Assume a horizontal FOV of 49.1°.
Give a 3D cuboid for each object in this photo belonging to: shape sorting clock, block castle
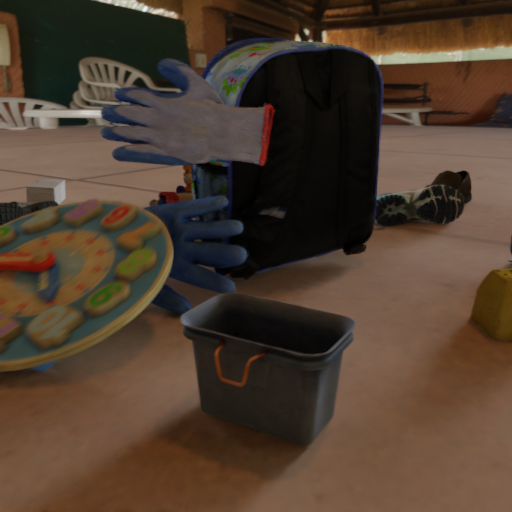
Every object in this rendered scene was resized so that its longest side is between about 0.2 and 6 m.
[{"bbox_3d":[-2.737,0.179,7.377,3.295,0.646,3.295,-7,41,6],"label":"shape sorting clock"},{"bbox_3d":[-1.422,-1.783,13.142,1.477,2.104,3.149,-13,20,-32],"label":"block castle"}]

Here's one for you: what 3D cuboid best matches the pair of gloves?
[{"bbox_3d":[-1.317,-1.119,8.369,3.026,3.764,0.429,10,-3,22],"label":"pair of gloves"}]

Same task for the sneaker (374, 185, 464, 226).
[{"bbox_3d":[3.809,-1.290,13.571,2.417,0.938,1.043,-2,14,-8],"label":"sneaker"}]

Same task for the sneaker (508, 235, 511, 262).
[{"bbox_3d":[5.035,-0.042,9.665,1.151,0.743,2.121,11,13,18],"label":"sneaker"}]

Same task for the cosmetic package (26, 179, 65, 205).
[{"bbox_3d":[-5.800,-1.730,15.503,0.768,0.648,1.438,1,14,-9],"label":"cosmetic package"}]

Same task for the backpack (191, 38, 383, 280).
[{"bbox_3d":[0.392,-1.934,10.043,3.360,3.672,2.699,-12,30,-28],"label":"backpack"}]

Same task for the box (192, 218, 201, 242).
[{"bbox_3d":[-1.308,-0.278,10.640,0.631,0.675,3.259,12,19,35],"label":"box"}]

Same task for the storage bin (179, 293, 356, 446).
[{"bbox_3d":[0.074,1.115,5.380,1.565,1.051,1.139,9,19,29],"label":"storage bin"}]

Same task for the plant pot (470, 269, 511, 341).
[{"bbox_3d":[3.429,0.605,7.499,0.776,0.799,0.781,-1,16,-3],"label":"plant pot"}]

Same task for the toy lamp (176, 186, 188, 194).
[{"bbox_3d":[-1.406,-1.913,16.325,1.847,0.538,0.538,-15,22,-34],"label":"toy lamp"}]

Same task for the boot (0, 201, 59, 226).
[{"bbox_3d":[-5.582,-0.646,11.718,1.853,0.961,2.837,-1,9,12],"label":"boot"}]

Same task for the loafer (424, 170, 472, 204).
[{"bbox_3d":[5.002,-1.824,15.163,1.006,0.983,2.755,14,22,38],"label":"loafer"}]
